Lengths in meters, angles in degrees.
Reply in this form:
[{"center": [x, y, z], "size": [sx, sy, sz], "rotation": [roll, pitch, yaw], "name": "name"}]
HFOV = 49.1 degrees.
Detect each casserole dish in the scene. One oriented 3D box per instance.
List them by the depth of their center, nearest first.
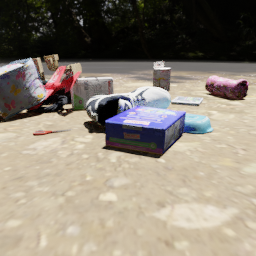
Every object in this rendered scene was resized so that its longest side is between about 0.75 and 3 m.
[{"center": [1.669, -0.201, 8.623], "size": [1.901, 0.369, 1.151], "rotation": [10, 19, 28], "name": "casserole dish"}]

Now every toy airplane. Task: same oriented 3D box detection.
[{"center": [-2.728, -1.648, 10.837], "size": [2.563, 0.471, 2.563], "rotation": [-31, 32, 22], "name": "toy airplane"}]

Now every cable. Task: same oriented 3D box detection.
[{"center": [-3.172, -0.893, 11.003], "size": [1.604, 0.407, 1.308], "rotation": [-18, 32, -23], "name": "cable"}]

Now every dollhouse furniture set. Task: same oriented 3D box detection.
[{"center": [-3.370, -2.391, 13.367], "size": [2.224, 2.115, 1.812], "rotation": [-8, 16, 8], "name": "dollhouse furniture set"}]

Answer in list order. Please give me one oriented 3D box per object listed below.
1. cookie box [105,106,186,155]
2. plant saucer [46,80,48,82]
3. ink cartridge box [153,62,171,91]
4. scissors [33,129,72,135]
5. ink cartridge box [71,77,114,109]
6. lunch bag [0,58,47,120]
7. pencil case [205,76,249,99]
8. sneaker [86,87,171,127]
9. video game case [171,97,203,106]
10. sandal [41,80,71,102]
[{"center": [0.507, -0.019, 7.347], "size": [1.569, 0.689, 1.834], "rotation": [9, 19, 25], "name": "cookie box"}, {"center": [-4.424, -1.826, 13.430], "size": [1.734, 0.312, 1.734], "rotation": [7, 39, -6], "name": "plant saucer"}, {"center": [1.864, -2.808, 15.399], "size": [0.930, 1.597, 0.539], "rotation": [-15, 22, -41], "name": "ink cartridge box"}, {"center": [-2.161, 0.124, 8.042], "size": [1.075, 0.075, 0.393], "rotation": [-1, 14, -8], "name": "scissors"}, {"center": [-1.440, -1.409, 11.253], "size": [1.625, 1.182, 0.682], "rotation": [-5, 10, -20], "name": "ink cartridge box"}, {"center": [-3.914, -1.418, 9.799], "size": [1.817, 1.541, 1.155], "rotation": [-32, 37, -24], "name": "lunch bag"}, {"center": [4.906, -2.078, 14.026], "size": [1.022, 0.978, 2.361], "rotation": [21, 5, -27], "name": "pencil case"}, {"center": [0.100, -0.578, 8.595], "size": [2.788, 1.113, 1.814], "rotation": [-1, 18, -6], "name": "sneaker"}, {"center": [2.652, -1.205, 12.457], "size": [1.188, 0.153, 1.306], "rotation": [7, 17, 21], "name": "video game case"}, {"center": [-3.581, -1.523, 12.119], "size": [2.712, 1.019, 0.611], "rotation": [9, 49, -1], "name": "sandal"}]
